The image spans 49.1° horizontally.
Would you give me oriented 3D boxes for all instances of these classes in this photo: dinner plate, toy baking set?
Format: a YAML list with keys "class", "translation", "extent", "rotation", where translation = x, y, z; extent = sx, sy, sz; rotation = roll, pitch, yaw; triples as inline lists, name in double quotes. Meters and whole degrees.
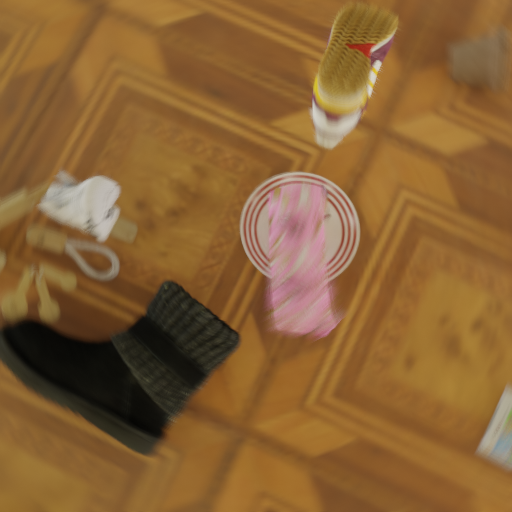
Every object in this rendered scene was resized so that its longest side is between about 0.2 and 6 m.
- class: "dinner plate"
  translation: [0.768, -0.464, 9.908]
  extent: [2.097, 0.254, 2.097]
  rotation: [0, 77, -2]
- class: "toy baking set"
  translation: [-3.611, -0.140, 9.657]
  extent: [2.857, 0.332, 2.192]
  rotation: [-40, 90, -24]

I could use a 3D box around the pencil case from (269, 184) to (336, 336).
- class: "pencil case"
  translation: [0.744, 0.069, 9.232]
  extent: [1.069, 1.023, 2.471]
  rotation: [0, 73, -1]

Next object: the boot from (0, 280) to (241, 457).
- class: "boot"
  translation: [-2.230, 1.342, 9.203]
  extent: [3.404, 1.281, 2.545]
  rotation: [34, 91, -6]

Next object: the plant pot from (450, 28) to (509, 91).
- class: "plant pot"
  translation: [4.005, -3.500, 10.103]
  extent: [0.939, 1.076, 1.076]
  rotation: [2, 82, 17]

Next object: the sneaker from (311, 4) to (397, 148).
- class: "sneaker"
  translation: [1.221, -2.443, 7.464]
  extent: [0.847, 1.019, 2.261]
  rotation: [23, 55, 8]

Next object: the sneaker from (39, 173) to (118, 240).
- class: "sneaker"
  translation: [-2.690, -0.839, 8.429]
  extent: [1.069, 1.860, 0.699]
  rotation: [26, 73, -5]

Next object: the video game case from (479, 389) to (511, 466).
- class: "video game case"
  translation: [4.625, 3.080, 9.591]
  extent: [1.244, 0.137, 1.132]
  rotation: [27, 83, 3]
